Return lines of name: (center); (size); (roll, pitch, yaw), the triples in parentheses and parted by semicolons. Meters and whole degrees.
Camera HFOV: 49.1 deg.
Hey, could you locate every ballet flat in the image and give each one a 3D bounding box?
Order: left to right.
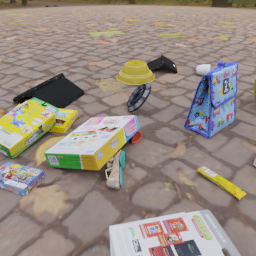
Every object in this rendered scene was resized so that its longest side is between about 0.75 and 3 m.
ballet flat: (-0.432, 1.272, 9.039); (0.574, 0.581, 1.707); (-6, 29, 7)

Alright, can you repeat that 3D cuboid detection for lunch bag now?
lunch bag: (3.497, -1.341, 11.236); (2.093, 2.780, 1.308); (-26, 39, -36)

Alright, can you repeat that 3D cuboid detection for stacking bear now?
stacking bear: (0.095, 0.199, 10.948); (0.507, 0.542, 0.892); (-16, 27, -33)

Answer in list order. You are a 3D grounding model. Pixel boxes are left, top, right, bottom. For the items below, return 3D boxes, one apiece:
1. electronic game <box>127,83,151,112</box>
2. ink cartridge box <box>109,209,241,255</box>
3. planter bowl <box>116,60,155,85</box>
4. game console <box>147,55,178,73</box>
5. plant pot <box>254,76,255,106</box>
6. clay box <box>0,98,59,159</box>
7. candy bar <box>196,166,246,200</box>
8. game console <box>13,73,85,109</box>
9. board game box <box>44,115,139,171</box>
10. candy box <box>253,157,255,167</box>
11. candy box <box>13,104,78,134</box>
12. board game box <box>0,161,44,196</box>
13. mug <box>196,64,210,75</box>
electronic game: (0.497, -1.410, 12.874); (0.329, 1.583, 1.583); (35, 21, -23)
ink cartridge box: (1.055, 3.070, 5.369); (2.390, 1.141, 2.722); (-7, 31, -12)
planter bowl: (0.454, -3.403, 16.536); (2.324, 0.968, 2.324); (1, 31, 0)
game console: (2.186, -3.917, 18.153); (1.656, 1.096, 1.883); (28, 28, -13)
plant pot: (6.396, -1.532, 12.821); (1.410, 1.507, 1.410); (0, 31, 0)
clay box: (-3.971, -0.106, 10.709); (1.509, 0.625, 2.626); (25, 46, 20)
candy bar: (2.852, 1.655, 8.725); (0.418, 0.186, 1.676); (-18, 34, -34)
game console: (-3.980, -1.620, 14.219); (2.310, 1.528, 2.626); (-17, 18, 35)
board game box: (-1.171, 0.419, 9.851); (2.162, 0.570, 2.825); (-1, 26, 33)
candy box: (4.845, 1.391, 8.922); (0.971, 0.435, 1.425); (-4, 31, -9)
candy box: (-3.751, -0.438, 12.051); (2.865, 0.378, 1.464); (7, 32, 11)
board game box: (-3.530, 1.564, 8.812); (1.439, 0.248, 0.974); (11, 32, 18)
mug: (4.615, -3.606, 17.149); (0.790, 0.665, 0.901); (4, 39, 15)
